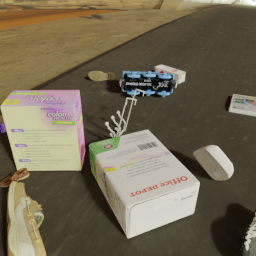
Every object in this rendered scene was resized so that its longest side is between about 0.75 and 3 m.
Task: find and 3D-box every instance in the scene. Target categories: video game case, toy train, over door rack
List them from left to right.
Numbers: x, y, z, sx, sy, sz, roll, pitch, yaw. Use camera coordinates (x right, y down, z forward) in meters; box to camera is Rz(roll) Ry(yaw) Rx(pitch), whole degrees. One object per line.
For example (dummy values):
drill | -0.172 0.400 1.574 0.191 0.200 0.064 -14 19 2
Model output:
over door rack | -0.215 -0.462 9.962 0.656 1.970 1.455 29 25 3
toy train | 0.954 -2.254 13.847 2.802 1.215 1.601 0 19 -4
video game case | 5.662 -1.008 12.760 1.872 0.222 1.704 12 33 20

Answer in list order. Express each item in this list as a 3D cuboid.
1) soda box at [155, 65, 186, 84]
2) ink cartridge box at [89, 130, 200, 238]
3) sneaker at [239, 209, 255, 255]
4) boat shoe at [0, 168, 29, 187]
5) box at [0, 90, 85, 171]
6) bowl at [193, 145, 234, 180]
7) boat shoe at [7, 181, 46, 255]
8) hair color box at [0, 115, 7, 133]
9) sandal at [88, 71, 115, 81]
soda box | 2.344 -3.058 15.811 0.606 0.566 1.778 -26 40 -36
ink cartridge box | 0.317 1.373 7.865 2.033 1.179 2.808 -13 34 -21
sneaker | 3.165 2.556 6.470 0.835 0.613 1.846 18 33 31
boat shoe | -3.470 1.484 8.543 0.897 0.303 0.323 -26 40 -36
box | -2.530 0.093 8.845 2.084 2.369 1.145 -1 32 0
bowl | 2.569 0.982 8.302 0.427 1.145 1.144 -37 84 -16
boat shoe | -2.491 2.256 6.819 0.841 0.938 2.535 -1 33 -23
hair color box | -4.722 -0.344 11.451 0.748 0.443 1.368 25 37 36
sandal | -1.513 -2.925 15.791 1.506 0.552 0.495 -3 11 -16
